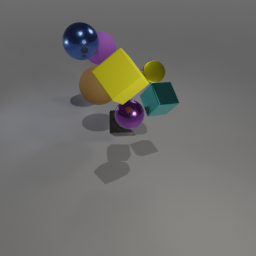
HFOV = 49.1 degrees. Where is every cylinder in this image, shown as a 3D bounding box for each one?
[{"bbox_3d":[0.745,-1.695,8.832,0.700,0.700,0.700,-5,-2,-9],"label":"cylinder"}]

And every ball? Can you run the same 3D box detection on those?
[{"bbox_3d":[0.038,-0.320,6.593,0.700,0.700,0.700,0,31,0],"label":"ball"},{"bbox_3d":[-1.215,-3.447,12.126,1.400,1.400,1.400,0,31,0],"label":"ball"},{"bbox_3d":[-1.037,-1.520,9.972,1.400,1.400,1.400,0,31,0],"label":"ball"},{"bbox_3d":[-1.812,-3.325,10.769,1.400,1.400,1.400,0,31,0],"label":"ball"}]

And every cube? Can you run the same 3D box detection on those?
[{"bbox_3d":[-0.128,-0.956,5.344,0.700,0.700,0.700,-37,-9,11],"label":"cube"},{"bbox_3d":[0.872,-0.805,7.866,0.700,0.700,0.700,-8,69,-31],"label":"cube"},{"bbox_3d":[-0.150,-0.140,8.462,0.700,0.700,0.700,-3,-9,9],"label":"cube"}]
